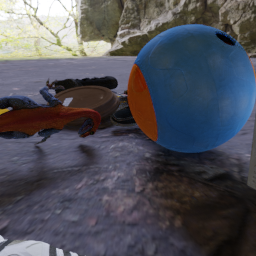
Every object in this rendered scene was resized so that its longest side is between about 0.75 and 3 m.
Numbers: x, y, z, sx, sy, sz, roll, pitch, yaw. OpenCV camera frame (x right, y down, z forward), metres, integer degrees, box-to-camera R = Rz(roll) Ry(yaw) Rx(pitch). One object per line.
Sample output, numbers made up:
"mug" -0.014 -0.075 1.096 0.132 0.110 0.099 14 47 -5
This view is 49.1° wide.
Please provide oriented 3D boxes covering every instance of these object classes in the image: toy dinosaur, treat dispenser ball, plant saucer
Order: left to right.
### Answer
"toy dinosaur" -1.829 -0.031 6.039 2.619 1.515 2.886 1 23 -13
"plant saucer" -1.560 -0.843 9.326 2.582 0.380 2.582 -5 30 3
"treat dispenser ball" 1.371 -0.840 6.265 2.775 2.775 2.775 0 17 0

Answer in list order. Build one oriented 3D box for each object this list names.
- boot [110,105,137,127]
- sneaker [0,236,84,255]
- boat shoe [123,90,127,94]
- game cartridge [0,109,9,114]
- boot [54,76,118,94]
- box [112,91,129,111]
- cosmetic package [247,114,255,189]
"boot" 0.391 -0.864 8.137 1.903 1.437 0.687 -16 48 -29
"sneaker" -0.815 1.533 1.554 1.530 1.004 2.659 0 15 7
"boat shoe" 0.038 -1.390 11.788 0.494 0.493 1.370 -8 19 -24
"game cartridge" -4.882 -0.398 9.010 1.959 0.318 1.727 17 24 38
"boot" -1.629 -1.880 12.908 2.783 0.913 2.293 -8 20 -38
"box" -1.085 -1.052 10.678 1.649 0.503 2.083 -12 21 -36
"cosmetic package" 3.074 0.196 4.301 1.579 1.913 1.577 -8 19 -24
